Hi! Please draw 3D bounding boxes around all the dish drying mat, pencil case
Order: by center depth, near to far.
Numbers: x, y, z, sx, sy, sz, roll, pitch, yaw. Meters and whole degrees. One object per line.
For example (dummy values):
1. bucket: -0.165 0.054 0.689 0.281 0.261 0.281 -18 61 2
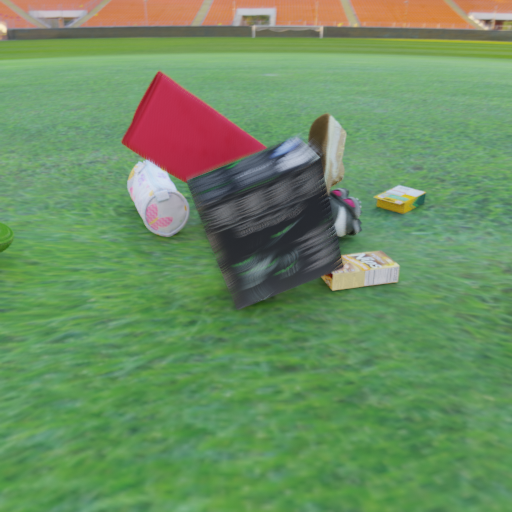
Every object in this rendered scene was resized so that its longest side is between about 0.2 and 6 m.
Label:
1. dish drying mat: -0.683 -1.867 11.014 3.870 1.486 0.352 29 -2 -34
2. pencil case: -2.278 -1.375 12.858 1.038 1.133 2.498 -3 26 -20

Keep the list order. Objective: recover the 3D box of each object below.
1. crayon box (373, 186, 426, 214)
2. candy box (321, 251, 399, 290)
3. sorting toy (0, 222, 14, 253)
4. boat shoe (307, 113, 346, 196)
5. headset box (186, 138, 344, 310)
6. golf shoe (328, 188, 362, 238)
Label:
1. crayon box: 3.519 -1.370 13.797 0.770 0.316 1.225 22 33 39
2. candy box: 1.872 0.257 10.316 1.295 0.358 0.748 -7 25 -13
3. sorting toy: -5.871 0.133 9.909 1.911 1.306 3.181 21 17 8
4. boat shoe: 1.461 -1.837 11.636 0.766 2.308 0.854 24 -20 -30
5. headset box: 0.207 -0.446 9.187 1.973 2.266 1.051 -22 33 -4
6. golf shoe: 1.104 -1.187 12.573 1.286 1.127 2.920 -22 29 -19
